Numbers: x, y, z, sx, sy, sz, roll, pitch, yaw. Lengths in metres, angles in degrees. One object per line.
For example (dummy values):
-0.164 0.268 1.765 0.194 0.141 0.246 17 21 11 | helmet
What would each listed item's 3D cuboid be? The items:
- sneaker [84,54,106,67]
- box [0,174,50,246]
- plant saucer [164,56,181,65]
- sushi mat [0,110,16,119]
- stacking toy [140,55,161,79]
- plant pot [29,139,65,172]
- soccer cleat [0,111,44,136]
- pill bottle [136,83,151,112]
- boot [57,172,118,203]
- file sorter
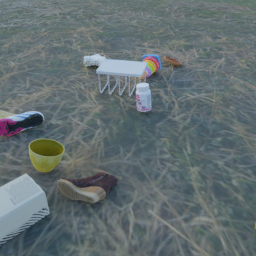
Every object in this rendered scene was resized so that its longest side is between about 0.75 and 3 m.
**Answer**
-1.968 -3.823 16.488 1.164 0.742 2.014 -17 28 -20 | sneaker
-3.509 2.391 7.257 2.697 0.922 1.108 -28 44 -34 | box
2.691 -4.053 16.960 1.124 0.181 1.124 18 24 -8 | plant saucer
-5.249 -0.459 12.104 1.506 0.091 0.720 14 37 19 | sushi mat
1.048 -3.216 15.510 1.051 0.994 1.812 7 45 27 | stacking toy
-2.722 0.972 9.231 1.130 0.802 1.130 14 24 -6 | plant pot
-4.454 -0.192 11.327 2.062 0.720 0.890 -14 20 -21 | soccer cleat
0.680 -1.344 12.263 0.646 1.139 0.646 -5 27 2 | pill bottle
-1.247 1.736 8.720 1.551 0.561 1.291 16 26 23 | boot
-0.268 -2.435 13.853 2.169 1.351 1.505 8 35 11 | file sorter
